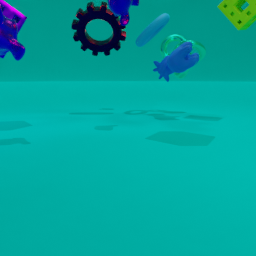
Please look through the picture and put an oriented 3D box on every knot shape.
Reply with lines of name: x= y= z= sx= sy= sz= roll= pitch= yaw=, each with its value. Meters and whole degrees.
knot shape: x=2.243 y=-2.925 z=11.089 sx=1.663 sy=1.777 sz=0.821 roll=-11 pitch=17 yaw=38

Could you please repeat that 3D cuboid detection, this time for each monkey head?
monkey head: x=-0.068 y=-3.039 z=6.574 sx=0.875 sy=1.216 sz=0.733 roll=-9 pitch=19 yaw=-16
monkey head: x=-2.450 y=-1.695 z=5.318 sx=0.924 sy=1.284 sz=0.774 roll=46 pitch=23 yaw=22

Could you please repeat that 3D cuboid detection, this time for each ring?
ring: x=0.907 y=-3.627 z=10.431 sx=1.585 sy=0.317 sz=1.585 roll=-42 pitch=5 yaw=5

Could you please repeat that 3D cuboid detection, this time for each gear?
gear: x=-1.024 y=-3.493 z=10.014 sx=1.909 sy=1.909 sz=0.353 roll=0 pitch=47 yaw=0

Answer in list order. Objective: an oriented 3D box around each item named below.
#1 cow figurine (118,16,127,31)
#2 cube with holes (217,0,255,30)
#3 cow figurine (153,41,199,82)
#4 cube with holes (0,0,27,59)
cow figurine: x=-0.274 y=-4.425 z=11.145 sx=1.045 sy=1.062 sz=0.583 roll=-22 pitch=22 yaw=32
cube with holes: x=3.515 y=-3.665 z=8.417 sx=0.970 sy=0.970 sz=0.970 roll=-44 pitch=-10 yaw=38
cow figurine: x=1.616 y=-2.242 z=9.805 sx=1.700 sy=0.949 sz=1.728 roll=-33 pitch=12 yaw=23
cube with holes: x=-3.607 y=-2.666 z=7.224 sx=1.227 sy=1.227 sz=1.227 roll=32 pitch=-6 yaw=-36
